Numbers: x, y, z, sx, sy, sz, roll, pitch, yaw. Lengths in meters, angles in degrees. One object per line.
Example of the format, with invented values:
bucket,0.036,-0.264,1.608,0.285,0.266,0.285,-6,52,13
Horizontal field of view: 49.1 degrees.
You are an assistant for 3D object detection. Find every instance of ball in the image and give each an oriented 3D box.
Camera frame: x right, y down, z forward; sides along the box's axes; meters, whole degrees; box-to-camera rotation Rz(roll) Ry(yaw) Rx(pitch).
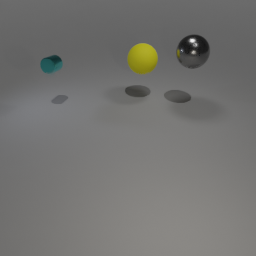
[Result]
ball,0.674,-3.190,12.967,1.400,1.400,1.400,0,32,0
ball,2.741,-3.215,11.823,1.400,1.400,1.400,0,32,0

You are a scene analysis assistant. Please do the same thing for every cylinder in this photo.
cylinder,-3.266,-2.720,11.986,0.700,0.700,0.700,9,27,14
